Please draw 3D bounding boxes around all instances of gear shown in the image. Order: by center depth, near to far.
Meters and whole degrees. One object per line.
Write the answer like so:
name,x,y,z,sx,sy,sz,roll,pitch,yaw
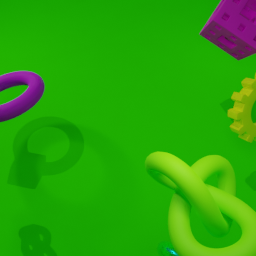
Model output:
gear,2.942,-0.442,6.223,1.546,1.546,0.286,-22,25,-15

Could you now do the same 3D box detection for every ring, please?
ring,1.046,2.181,4.313,1.335,1.335,0.267,27,72,18
ring,-3.047,-0.822,7.050,1.939,0.388,1.939,-8,41,7

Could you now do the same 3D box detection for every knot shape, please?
knot shape,0.878,0.891,3.097,1.493,0.690,1.397,23,31,-26

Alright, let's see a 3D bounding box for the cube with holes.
cube with holes,2.793,-2.652,6.865,1.295,1.295,1.295,33,94,-2
